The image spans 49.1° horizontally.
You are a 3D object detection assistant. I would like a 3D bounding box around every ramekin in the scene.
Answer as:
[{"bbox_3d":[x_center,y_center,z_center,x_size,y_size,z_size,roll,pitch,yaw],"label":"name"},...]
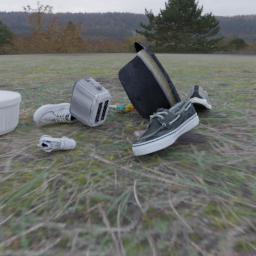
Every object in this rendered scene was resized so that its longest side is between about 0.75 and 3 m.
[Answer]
[{"bbox_3d":[-4.235,-0.425,8.116,2.201,1.025,2.201,2,16,0],"label":"ramekin"}]

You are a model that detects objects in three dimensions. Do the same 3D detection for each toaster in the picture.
[{"bbox_3d":[-1.141,-0.699,8.380,0.964,1.492,0.848,34,34,24],"label":"toaster"}]

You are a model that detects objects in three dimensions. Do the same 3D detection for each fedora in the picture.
[{"bbox_3d":[0.582,-1.373,9.410,1.344,2.942,2.942,-32,20,1],"label":"fedora"}]

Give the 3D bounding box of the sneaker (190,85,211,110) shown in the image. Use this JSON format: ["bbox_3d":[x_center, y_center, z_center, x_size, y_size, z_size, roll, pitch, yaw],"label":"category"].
[{"bbox_3d":[2.609,-1.051,10.032,0.715,0.767,1.934,3,-3,20],"label":"sneaker"}]

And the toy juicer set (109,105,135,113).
[{"bbox_3d":[-0.204,-0.682,10.135,1.068,0.291,0.679,-1,11,-23],"label":"toy juicer set"}]

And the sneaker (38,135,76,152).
[{"bbox_3d":[-1.697,0.400,6.649,0.879,0.330,0.505,8,12,-7],"label":"sneaker"}]

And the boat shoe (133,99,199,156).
[{"bbox_3d":[0.873,-0.085,6.939,0.837,0.824,2.323,-10,15,47],"label":"boat shoe"}]

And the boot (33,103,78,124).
[{"bbox_3d":[-2.117,-0.425,8.780,0.751,0.578,1.571,19,27,29],"label":"boot"}]
